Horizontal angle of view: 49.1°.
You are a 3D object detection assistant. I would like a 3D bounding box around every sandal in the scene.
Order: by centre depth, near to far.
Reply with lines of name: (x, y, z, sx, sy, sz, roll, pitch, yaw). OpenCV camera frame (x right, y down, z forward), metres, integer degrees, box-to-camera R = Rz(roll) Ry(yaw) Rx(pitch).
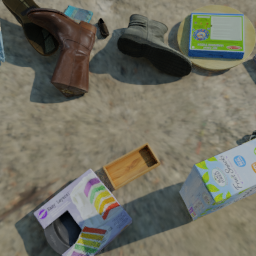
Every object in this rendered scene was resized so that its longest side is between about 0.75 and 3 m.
sandal: (-3.162, -3.437, 9.184, 1.103, 0.737, 2.698, -40, 83, -19)

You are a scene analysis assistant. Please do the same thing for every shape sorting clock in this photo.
shape sorting clock: (2.863, -2.974, 9.166, 2.472, 0.485, 2.472, -2, 67, 5)

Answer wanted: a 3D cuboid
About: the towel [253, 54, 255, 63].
towel: (5.634, -1.823, 8.843, 2.827, 0.337, 2.046, -16, 71, -5)

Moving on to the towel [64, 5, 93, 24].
towel: (-1.885, -3.615, 9.631, 0.991, 0.147, 1.351, 20, 69, 9)

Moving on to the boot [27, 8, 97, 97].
boot: (-2.124, -2.223, 8.434, 2.221, 0.765, 2.383, 11, 79, -12)

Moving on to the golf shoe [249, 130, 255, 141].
golf shoe: (3.948, 0.477, 7.840, 1.092, 0.422, 0.481, 28, 89, 15)

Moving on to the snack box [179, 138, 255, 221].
snack box: (2.710, 1.059, 6.498, 2.730, 2.302, 0.924, -21, 65, -7)

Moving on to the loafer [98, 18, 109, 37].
loafer: (-0.854, -3.409, 9.472, 0.280, 0.273, 0.766, -22, 69, -9)

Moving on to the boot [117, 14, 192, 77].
boot: (1.024, -2.774, 8.928, 2.538, 0.859, 1.658, 25, 56, 1)

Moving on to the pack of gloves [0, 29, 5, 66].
pack of gloves: (-4.585, -2.938, 8.647, 1.676, 1.994, 0.394, 11, 30, 6)

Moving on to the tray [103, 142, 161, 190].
tray: (0.101, 1.037, 7.629, 1.408, 0.261, 0.694, -27, 70, -12)

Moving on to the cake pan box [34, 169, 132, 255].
cake pan box: (-1.136, 2.258, 6.998, 1.886, 0.493, 1.737, -37, 70, -14)
